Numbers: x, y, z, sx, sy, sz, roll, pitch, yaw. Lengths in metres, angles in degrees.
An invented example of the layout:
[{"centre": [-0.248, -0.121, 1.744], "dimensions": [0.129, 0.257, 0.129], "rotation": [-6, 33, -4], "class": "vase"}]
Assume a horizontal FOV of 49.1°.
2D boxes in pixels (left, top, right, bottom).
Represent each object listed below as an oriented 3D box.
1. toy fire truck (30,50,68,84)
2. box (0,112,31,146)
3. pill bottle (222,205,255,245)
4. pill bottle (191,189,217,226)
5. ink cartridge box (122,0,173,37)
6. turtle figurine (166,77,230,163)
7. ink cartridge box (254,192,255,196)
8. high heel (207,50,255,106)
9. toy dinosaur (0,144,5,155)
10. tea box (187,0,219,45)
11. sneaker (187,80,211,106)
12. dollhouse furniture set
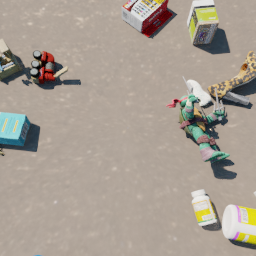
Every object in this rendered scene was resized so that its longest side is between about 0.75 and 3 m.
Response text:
[{"centre": [-2.974, -2.329, 10.746], "dimensions": [1.381, 0.889, 1.216], "rotation": [6, 69, -10], "class": "toy fire truck"}, {"centre": [-4.828, -0.043, 9.910], "dimensions": [2.422, 0.595, 0.997], "rotation": [6, 63, 2], "class": "box"}, {"centre": [4.022, 3.054, 8.597], "dimensions": [1.988, 1.036, 1.036], "rotation": [11, 70, 4], "class": "pill bottle"}, {"centre": [2.410, 2.550, 9.018], "dimensions": [0.594, 0.594, 1.054], "rotation": [-13, 71, -5], "class": "pill bottle"}, {"centre": [0.862, -4.905, 11.685], "dimensions": [1.524, 0.728, 1.736], "rotation": [40, 74, 12], "class": "ink cartridge box"}, {"centre": [2.499, -0.272, 9.669], "dimensions": [2.175, 1.463, 2.905], "rotation": [0, 65, -44], "class": "turtle figurine"}, {"centre": [4.647, 2.446, 9.040], "dimensions": [0.365, 0.625, 1.077], "rotation": [-29, 72, -10], "class": "ink cartridge box"}, {"centre": [3.947, -2.083, 10.571], "dimensions": [1.618, 0.810, 2.269], "rotation": [16, 79, -1], "class": "high heel"}, {"centre": [-4.666, 0.701, 9.930], "dimensions": [0.762, 0.181, 0.336], "rotation": [24, 78, 12], "class": "toy dinosaur"}, {"centre": [2.952, -4.191, 11.155], "dimensions": [0.817, 1.223, 1.204], "rotation": [-5, 70, -2], "class": "tea box"}, {"centre": [2.587, -1.333, 10.547], "dimensions": [0.473, 0.415, 1.180], "rotation": [-37, 74, -9], "class": "sneaker"}, {"centre": [-4.841, -2.677, 10.525], "dimensions": [0.962, 1.365, 0.956], "rotation": [-30, 73, -10], "class": "dollhouse furniture set"}]
